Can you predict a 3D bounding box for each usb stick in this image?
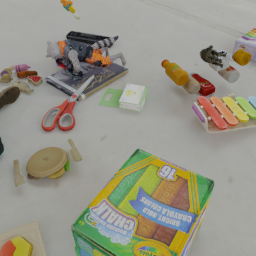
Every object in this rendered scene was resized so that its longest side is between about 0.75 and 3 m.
[{"bbox_3d":[-1.830,-4.286,13.506,2.376,0.387,0.659,15,50,16],"label":"usb stick"}]

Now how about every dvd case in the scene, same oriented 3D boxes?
[{"bbox_3d":[-1.605,-2.113,11.186,2.015,0.216,2.711,30,50,29],"label":"dvd case"}]

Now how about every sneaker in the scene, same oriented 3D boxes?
[{"bbox_3d":[-4.484,-0.993,9.661,0.627,0.585,1.661,14,43,21],"label":"sneaker"}]

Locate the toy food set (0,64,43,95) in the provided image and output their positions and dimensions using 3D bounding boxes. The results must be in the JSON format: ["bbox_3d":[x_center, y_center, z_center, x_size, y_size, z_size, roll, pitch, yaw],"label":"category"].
[{"bbox_3d":[-4.237,-2.079,11.048,2.176,0.343,1.383,23,46,23],"label":"toy food set"}]

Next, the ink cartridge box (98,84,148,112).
[{"bbox_3d":[-0.154,-1.149,10.010,1.572,0.377,1.144,11,43,10],"label":"ink cartridge box"}]

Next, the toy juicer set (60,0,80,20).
[{"bbox_3d":[-2.019,-4.301,9.941,0.841,1.321,0.360,43,96,27],"label":"toy juicer set"}]

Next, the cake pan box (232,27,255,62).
[{"bbox_3d":[6.576,-3.586,12.466,2.865,0.749,2.638,33,53,31],"label":"cake pan box"}]

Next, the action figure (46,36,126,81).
[{"bbox_3d":[-1.885,-3.125,11.165,2.841,1.536,2.937,-7,41,-30],"label":"action figure"}]

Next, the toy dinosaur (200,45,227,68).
[{"bbox_3d":[2.357,-2.047,8.024,0.738,0.555,1.442,17,17,30],"label":"toy dinosaur"}]

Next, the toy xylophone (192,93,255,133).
[{"bbox_3d":[3.278,-0.624,9.181,2.607,0.655,1.909,-14,43,-16],"label":"toy xylophone"}]

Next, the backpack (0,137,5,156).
[{"bbox_3d":[-4.937,-0.003,7.520,2.190,1.910,2.492,-33,52,-31],"label":"backpack"}]

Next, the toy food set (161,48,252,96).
[{"bbox_3d":[2.805,-2.176,10.275,2.991,1.428,1.346,-23,45,-8],"label":"toy food set"}]

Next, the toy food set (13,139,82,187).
[{"bbox_3d":[-2.190,0.995,7.673,1.779,0.357,1.228,-21,38,-14],"label":"toy food set"}]

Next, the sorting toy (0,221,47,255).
[{"bbox_3d":[-2.518,2.952,5.368,1.980,0.390,2.139,-18,44,-19],"label":"sorting toy"}]

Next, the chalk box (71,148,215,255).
[{"bbox_3d":[0.167,2.116,5.262,1.779,1.770,2.859,22,46,23],"label":"chalk box"}]

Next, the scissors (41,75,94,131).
[{"bbox_3d":[-2.032,-0.990,9.705,1.091,0.208,2.981,6,50,9],"label":"scissors"}]
